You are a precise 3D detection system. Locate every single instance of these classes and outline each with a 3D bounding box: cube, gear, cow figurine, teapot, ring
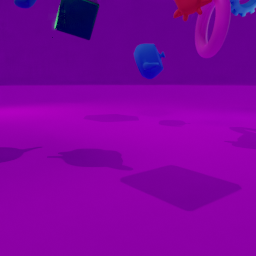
[{"bbox_3d":[-1.964,-4.375,10.791,1.358,1.358,1.358,13,27,-17],"label":"cube"},{"bbox_3d":[3.802,-4.225,8.927,1.276,1.276,0.236,-3,48,-18],"label":"gear"},{"bbox_3d":[1.595,-3.330,6.859,0.948,1.700,1.727,-14,-8,32],"label":"cow figurine"},{"bbox_3d":[0.753,-2.200,9.100,0.921,1.169,1.881,-19,25,15],"label":"teapot"},{"bbox_3d":[2.274,-2.822,7.663,0.355,1.776,1.776,4,9,-7],"label":"ring"}]

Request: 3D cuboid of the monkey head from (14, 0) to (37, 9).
[{"bbox_3d":[-1.978,-3.122,5.481,1.773,1.276,1.068,16,-20,27],"label":"monkey head"}]
